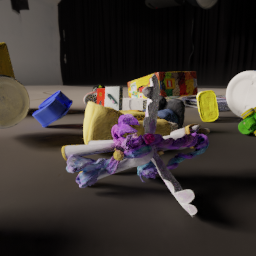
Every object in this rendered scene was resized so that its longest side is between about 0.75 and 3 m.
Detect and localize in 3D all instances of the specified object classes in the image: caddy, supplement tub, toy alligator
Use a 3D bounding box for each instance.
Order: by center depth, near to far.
[{"bbox_3d":[-2.653,-0.551,5.521,0.977,0.977,1.594,-8,12,-36],"label":"supplement tub"},{"bbox_3d":[2.969,-0.131,6.475,1.966,0.583,0.533,-12,-25,-50],"label":"toy alligator"},{"bbox_3d":[-1.882,-0.446,7.147,1.088,0.571,0.769,-26,28,31],"label":"caddy"},{"bbox_3d":[4.430,-1.132,9.214,2.265,1.495,1.495,-9,13,-40],"label":"supplement tub"}]

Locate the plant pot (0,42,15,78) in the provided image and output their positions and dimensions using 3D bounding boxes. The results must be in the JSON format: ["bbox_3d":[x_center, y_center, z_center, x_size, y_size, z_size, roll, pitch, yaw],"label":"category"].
[{"bbox_3d":[-5.486,-1.539,9.747,2.410,2.410,2.125,9,25,40],"label":"plant pot"}]

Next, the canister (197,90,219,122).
[{"bbox_3d":[2.354,-0.691,8.402,0.508,0.872,1.174,-10,7,12],"label":"canister"}]

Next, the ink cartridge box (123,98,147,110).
[{"bbox_3d":[0.206,-0.853,10.447,1.165,0.482,0.853,5,11,25],"label":"ink cartridge box"}]

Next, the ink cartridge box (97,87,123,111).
[{"bbox_3d":[-0.545,-0.604,7.498,0.852,0.981,0.214,3,3,29],"label":"ink cartridge box"}]

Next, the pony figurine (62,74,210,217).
[{"bbox_3d":[0.149,0.225,3.085,1.589,1.323,1.534,-13,-2,12],"label":"pony figurine"}]

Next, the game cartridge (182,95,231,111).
[{"bbox_3d":[3.648,-1.102,11.890,1.785,0.529,2.754,-8,11,-12],"label":"game cartridge"}]

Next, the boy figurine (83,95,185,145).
[{"bbox_3d":[0.045,-0.167,5.542,1.709,0.886,2.749,18,17,34],"label":"boy figurine"}]

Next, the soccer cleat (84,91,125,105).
[{"bbox_3d":[-1.006,-1.263,12.297,1.987,0.682,0.846,-3,6,-42],"label":"soccer cleat"}]

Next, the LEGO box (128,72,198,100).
[{"bbox_3d":[1.568,-1.892,13.253,2.087,1.081,2.803,-7,3,-27],"label":"LEGO box"}]

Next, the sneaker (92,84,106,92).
[{"bbox_3d":[-1.386,-1.746,14.145,0.783,0.929,2.123,-4,11,-19],"label":"sneaker"}]
